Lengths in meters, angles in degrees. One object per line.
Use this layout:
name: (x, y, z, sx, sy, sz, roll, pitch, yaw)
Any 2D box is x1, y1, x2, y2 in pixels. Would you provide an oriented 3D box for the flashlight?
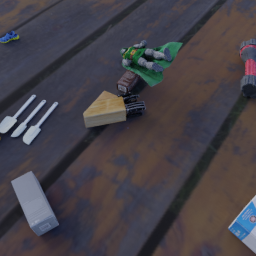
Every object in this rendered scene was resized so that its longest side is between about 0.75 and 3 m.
flashlight: (4.749, -2.385, 10.909, 0.870, 0.873, 2.570, 13, 54, 11)

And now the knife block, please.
knife block: (-0.386, -0.537, 9.678, 1.642, 0.598, 1.870, 26, 56, 19)

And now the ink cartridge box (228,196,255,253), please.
ink cartridge box: (3.832, 2.690, 7.127, 1.410, 0.827, 1.926, -36, 62, -23)

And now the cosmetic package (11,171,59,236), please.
cosmetic package: (-2.537, 2.043, 7.634, 0.687, 0.814, 1.524, -25, 59, -16)

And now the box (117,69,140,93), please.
box: (0.030, -1.844, 10.809, 0.521, 0.390, 1.041, 24, 58, 17)

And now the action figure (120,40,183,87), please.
action figure: (0.457, -2.469, 9.757, 1.675, 0.775, 2.836, -51, 33, -4)

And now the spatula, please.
spatula: (-3.479, -0.407, 9.875, 1.369, 0.158, 1.969, 19, 56, 15)

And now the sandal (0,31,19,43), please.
sandal: (-5.331, -4.079, 12.491, 0.839, 0.365, 0.334, -29, 60, -18)
